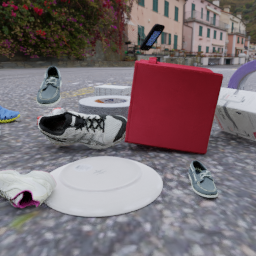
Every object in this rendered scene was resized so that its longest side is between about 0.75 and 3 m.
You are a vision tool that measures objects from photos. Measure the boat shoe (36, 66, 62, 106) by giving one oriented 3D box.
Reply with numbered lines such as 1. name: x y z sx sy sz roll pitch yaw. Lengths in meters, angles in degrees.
1. boat shoe: -2.822 -1.532 10.049 0.852 0.723 2.341 -1 33 -4

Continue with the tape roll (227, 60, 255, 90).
1. tape roll: 5.707 -1.571 11.883 2.689 2.689 1.142 11 19 34

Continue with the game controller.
1. game controller: 1.152 -4.280 13.275 0.772 1.481 0.312 -4 54 -42

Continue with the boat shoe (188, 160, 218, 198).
1. boat shoe: 1.692 1.142 6.423 0.486 0.412 1.334 -1 16 -3

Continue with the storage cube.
1. storage cube: 1.401 -0.801 9.215 2.529 2.814 2.405 8 16 5

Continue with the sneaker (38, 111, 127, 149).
1. sneaker: -1.385 0.021 8.555 2.811 1.063 1.232 -6 -21 9

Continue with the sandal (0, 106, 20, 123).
1. sandal: -5.680 -0.674 12.180 1.904 0.829 0.757 2 14 -1

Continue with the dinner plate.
1. dinner plate: -0.623 1.156 6.602 2.881 0.349 2.881 -1 14 0

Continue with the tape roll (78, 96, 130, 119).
1. tape roll: -0.720 -0.752 12.216 2.830 0.935 2.830 1 16 0

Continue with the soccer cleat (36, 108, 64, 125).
1. soccer cleat: -3.109 -0.414 11.812 0.727 0.585 1.706 15 23 20

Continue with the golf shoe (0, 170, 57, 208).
1. golf shoe: -2.308 1.265 5.729 1.614 0.608 0.738 -6 35 16

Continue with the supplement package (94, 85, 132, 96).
1. supplement package: -0.833 -1.789 15.629 1.829 1.073 1.069 8 18 27

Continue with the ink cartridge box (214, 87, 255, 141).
1. ink cartridge box: 4.004 -0.454 9.714 0.902 1.597 2.180 -46 31 -12
